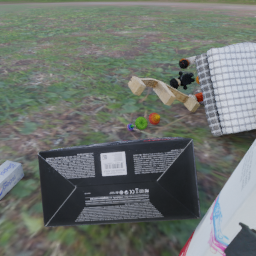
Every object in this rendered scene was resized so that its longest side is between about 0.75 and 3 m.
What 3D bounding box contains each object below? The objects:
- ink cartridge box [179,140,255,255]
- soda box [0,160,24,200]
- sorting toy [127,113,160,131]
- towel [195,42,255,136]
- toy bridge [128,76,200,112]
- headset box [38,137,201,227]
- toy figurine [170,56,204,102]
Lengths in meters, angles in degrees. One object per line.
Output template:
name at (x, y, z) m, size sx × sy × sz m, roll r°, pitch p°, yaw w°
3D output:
ink cartridge box at (1.710, 1.409, 2.808) m, size 1.919 × 2.633 × 1.090 m, roll 28°, pitch 34°, yaw 15°
soda box at (-2.760, 1.192, 5.952) m, size 0.407 × 0.378 × 1.192 m, roll 10°, pitch 31°, yaw 15°
sorting toy at (0.520, -0.191, 8.266) m, size 1.127 × 0.391 × 0.388 m, roll -19°, pitch -2°, yaw -20°
towel at (3.438, -1.145, 8.022) m, size 2.891 × 2.393 × 1.237 m, roll -11°, pitch -3°, yaw -22°
toy bridge at (1.091, -1.085, 8.512) m, size 2.678 × 0.364 × 0.900 m, roll 11°, pitch 34°, yaw -38°
headset box at (0.036, 0.736, 4.882) m, size 2.064 × 1.042 × 2.777 m, roll -5°, pitch -2°, yaw 7°
toy figurine at (2.233, -1.638, 9.539) m, size 1.026 × 1.452 × 1.474 m, roll -21°, pitch 60°, yaw -24°
